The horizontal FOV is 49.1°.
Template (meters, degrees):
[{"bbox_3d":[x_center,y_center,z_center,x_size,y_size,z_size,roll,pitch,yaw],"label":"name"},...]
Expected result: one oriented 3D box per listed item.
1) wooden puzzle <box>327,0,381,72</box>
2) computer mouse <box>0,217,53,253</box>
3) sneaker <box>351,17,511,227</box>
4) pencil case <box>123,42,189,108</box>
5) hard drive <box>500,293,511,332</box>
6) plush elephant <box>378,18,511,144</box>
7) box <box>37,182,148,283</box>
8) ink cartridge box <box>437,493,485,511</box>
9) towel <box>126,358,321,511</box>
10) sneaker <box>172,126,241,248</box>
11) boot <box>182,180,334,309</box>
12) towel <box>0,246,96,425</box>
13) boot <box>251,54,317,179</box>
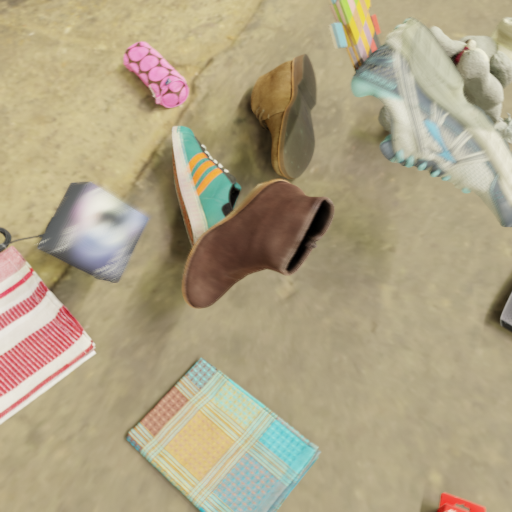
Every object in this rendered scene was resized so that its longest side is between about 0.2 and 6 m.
[{"bbox_3d":[1.561,-3.777,8.760,0.200,1.687,2.844,-11,38,29],"label":"wooden puzzle"},{"bbox_3d":[-4.018,-0.257,10.370,2.925,0.498,0.857,-10,67,-9],"label":"computer mouse"},{"bbox_3d":[2.691,-1.708,8.307,1.445,1.299,3.347,-35,93,22],"label":"sneaker"},{"bbox_3d":[-2.365,-4.181,12.903,0.856,0.829,1.827,-34,60,-14],"label":"pencil case"},{"bbox_3d":[4.960,0.868,9.729,1.054,0.331,1.563,32,62,20],"label":"hard drive"},{"bbox_3d":[4.344,-3.798,11.722,3.008,2.477,2.329,11,66,-28],"label":"plush elephant"},{"bbox_3d":[-2.443,-0.346,8.466,0.705,1.134,1.143,6,69,48],"label":"box"},{"bbox_3d":[2.807,3.871,7.653,0.665,0.385,1.144,17,57,11],"label":"ink cartridge box"},{"bbox_3d":[-0.511,2.850,8.429,2.431,0.264,1.783,34,62,21],"label":"towel"},{"bbox_3d":[-0.950,-1.383,10.921,1.160,1.036,2.904,-10,61,-13],"label":"sneaker"},{"bbox_3d":[-0.078,-0.035,7.590,2.271,0.821,1.889,-56,27,-1],"label":"boot"},{"bbox_3d":[-4.294,1.241,9.495,2.013,0.318,2.795,-38,64,-22],"label":"towel"},{"bbox_3d":[0.528,-2.885,12.013,1.266,1.235,3.356,-9,52,23],"label":"boot"}]
